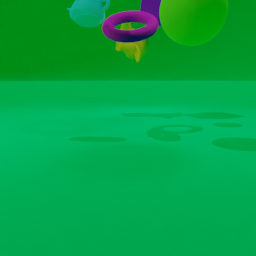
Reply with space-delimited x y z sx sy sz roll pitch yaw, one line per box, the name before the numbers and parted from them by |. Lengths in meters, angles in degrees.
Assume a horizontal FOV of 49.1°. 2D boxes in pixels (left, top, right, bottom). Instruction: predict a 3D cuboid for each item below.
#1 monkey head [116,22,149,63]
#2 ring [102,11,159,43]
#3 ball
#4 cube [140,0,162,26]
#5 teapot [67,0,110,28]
monkey head | 0.217 -3.039 9.461 1.117 1.334 1.854 15 47 -1
ring | 0.054 -2.502 6.863 1.385 0.277 1.385 -3 44 3
ball | 1.200 -2.156 5.182 1.225 1.225 1.225 0 10 0
cube | 1.314 -4.030 9.149 1.319 1.319 1.319 -4 22 -32
teapot | -1.395 -3.998 9.478 1.867 0.914 1.161 -2 -8 31
